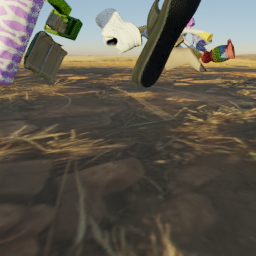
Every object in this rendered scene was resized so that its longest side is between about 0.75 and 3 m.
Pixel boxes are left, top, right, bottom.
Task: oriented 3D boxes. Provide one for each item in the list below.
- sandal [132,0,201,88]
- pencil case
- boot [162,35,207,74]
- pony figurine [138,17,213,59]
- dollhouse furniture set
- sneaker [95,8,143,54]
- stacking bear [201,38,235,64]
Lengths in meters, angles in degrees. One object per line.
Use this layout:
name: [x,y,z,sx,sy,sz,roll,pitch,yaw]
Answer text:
sandal: [0.640,-1.953,5.196,0.584,2.440,0.917,36,16,29]
pencil case: [-2.912,-2.422,6.692,1.208,2.825,1.186,22,9,-27]
boot: [1.234,-1.805,7.554,1.107,1.514,0.532,-36,-17,15]
pony figurine: [1.589,-3.095,9.110,2.210,1.906,2.289,-32,53,-16]
dollhouse furniture set: [-2.380,-2.504,7.850,1.055,2.103,1.377,25,-2,19]
sneaker: [-0.458,-2.877,8.267,0.891,0.762,2.045,-34,51,-14]
stacking bear: [3.213,-2.667,10.156,1.156,0.657,0.702,-10,-19,31]
